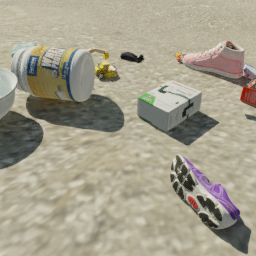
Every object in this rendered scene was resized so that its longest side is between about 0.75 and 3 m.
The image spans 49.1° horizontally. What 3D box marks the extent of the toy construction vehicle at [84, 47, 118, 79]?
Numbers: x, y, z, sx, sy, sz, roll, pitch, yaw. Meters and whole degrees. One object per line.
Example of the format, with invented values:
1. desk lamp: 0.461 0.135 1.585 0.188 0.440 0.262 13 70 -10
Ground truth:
1. toy construction vehicle: -1.722 -2.648 11.671 2.315 0.815 2.016 -11 37 -15

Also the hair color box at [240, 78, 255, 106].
1. hair color box: 5.037 -1.049 9.618 1.982 0.607 1.006 27 42 31

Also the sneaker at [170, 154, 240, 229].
1. sneaker: 1.667 1.386 6.309 0.815 0.788 1.955 -5 42 -34

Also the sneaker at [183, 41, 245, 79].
1. sneaker: 3.635 -3.113 11.848 2.692 1.407 1.013 24 45 31

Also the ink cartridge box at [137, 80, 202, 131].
1. ink cartridge box: 1.364 -0.789 9.127 1.786 0.742 1.309 -30 45 -35

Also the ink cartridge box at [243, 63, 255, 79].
1. ink cartridge box: 5.089 -2.301 11.554 0.623 0.219 1.043 26 40 -2

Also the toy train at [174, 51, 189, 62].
1. toy train: 2.552 -3.327 13.134 0.930 0.259 0.698 -21 42 -22

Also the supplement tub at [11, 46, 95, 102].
1. supplement tub: -2.565 -1.914 9.811 2.469 1.786 1.786 7 36 11

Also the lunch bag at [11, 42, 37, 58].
1. lunch bag: -4.906 -3.610 13.255 1.136 0.546 1.416 -6 36 -8

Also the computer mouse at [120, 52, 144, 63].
1. computer mouse: 0.142 -3.411 13.195 1.107 0.292 0.766 14 39 19

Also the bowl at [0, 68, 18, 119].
1. bowl: -4.753 -0.788 8.692 2.748 1.235 2.748 1 36 -1
